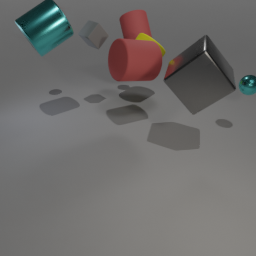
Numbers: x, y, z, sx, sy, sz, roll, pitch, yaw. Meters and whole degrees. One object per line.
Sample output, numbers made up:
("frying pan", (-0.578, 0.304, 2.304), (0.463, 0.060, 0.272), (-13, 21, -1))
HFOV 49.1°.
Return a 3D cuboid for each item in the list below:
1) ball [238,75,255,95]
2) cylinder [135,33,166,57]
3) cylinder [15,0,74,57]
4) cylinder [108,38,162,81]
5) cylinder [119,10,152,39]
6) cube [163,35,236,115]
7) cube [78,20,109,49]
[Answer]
("ball", (4.179, -1.475, 9.641), (0.700, 0.700, 0.700), (0, 30, 0))
("cylinder", (0.679, -3.132, 12.195), (1.400, 1.400, 1.400), (35, 6, -4))
("cylinder", (-2.820, -3.402, 9.531), (1.400, 1.400, 1.400), (-38, 39, -7))
("cylinder", (0.230, -2.331, 9.702), (1.400, 1.400, 1.400), (-7, 29, -32))
("cylinder", (0.392, -5.012, 14.182), (1.400, 1.400, 1.400), (-13, 2, 0))
("cube", (2.062, -1.524, 8.051), (1.400, 1.400, 1.400), (-33, 19, 32))
("cube", (-1.304, -3.536, 10.616), (0.700, 0.700, 0.700), (32, 84, 39))
